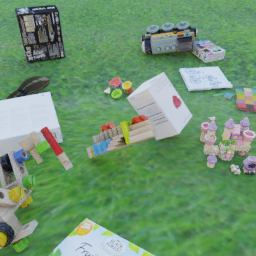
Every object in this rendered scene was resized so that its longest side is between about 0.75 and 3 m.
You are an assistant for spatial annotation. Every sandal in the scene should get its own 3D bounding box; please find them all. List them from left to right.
[{"bbox_3d":[-3.482,-1.193,9.795,0.728,0.486,1.782,32,63,15],"label":"sandal"}]

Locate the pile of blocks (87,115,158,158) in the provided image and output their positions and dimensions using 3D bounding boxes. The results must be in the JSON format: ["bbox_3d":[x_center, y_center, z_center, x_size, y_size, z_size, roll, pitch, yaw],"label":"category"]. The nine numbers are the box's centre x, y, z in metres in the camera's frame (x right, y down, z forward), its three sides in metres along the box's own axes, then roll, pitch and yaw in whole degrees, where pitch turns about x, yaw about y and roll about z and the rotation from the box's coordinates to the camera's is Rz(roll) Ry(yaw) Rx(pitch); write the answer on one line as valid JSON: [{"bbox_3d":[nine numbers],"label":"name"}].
[{"bbox_3d":[-0.352,0.166,6.887,2.338,0.727,0.960,-22,-7,37],"label":"pile of blocks"}]

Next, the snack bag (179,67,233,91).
[{"bbox_3d":[2.989,-1.939,10.892,1.689,0.181,1.593,-5,40,-5],"label":"snack bag"}]

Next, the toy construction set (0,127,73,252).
[{"bbox_3d":[-2.272,1.375,5.960,2.437,1.873,2.033,-35,4,-13],"label":"toy construction set"}]

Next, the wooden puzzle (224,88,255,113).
[{"bbox_3d":[4.466,-0.951,9.712,2.199,0.154,1.304,9,41,11],"label":"wooden puzzle"}]

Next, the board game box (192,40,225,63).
[{"bbox_3d":[3.536,-3.451,12.533,0.964,0.420,1.307,-15,41,-18],"label":"board game box"}]

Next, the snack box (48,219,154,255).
[{"bbox_3d":[-0.482,2.565,4.771,2.070,0.548,1.472,11,36,39],"label":"snack box"}]

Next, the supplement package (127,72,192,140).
[{"bbox_3d":[0.924,-0.596,8.007,0.929,1.552,0.941,-20,22,50],"label":"supplement package"}]

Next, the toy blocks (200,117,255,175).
[{"bbox_3d":[2.705,0.277,7.404,1.350,1.216,1.445,3,40,3],"label":"toy blocks"}]

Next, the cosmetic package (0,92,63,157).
[{"bbox_3d":[-3.423,-0.106,8.286,2.604,0.673,1.964,-13,43,-15],"label":"cosmetic package"}]

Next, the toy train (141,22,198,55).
[{"bbox_3d":[1.827,-3.961,12.541,2.555,1.089,1.456,-3,48,11],"label":"toy train"}]

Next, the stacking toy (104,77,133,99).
[{"bbox_3d":[-0.330,-1.372,10.220,0.922,0.390,0.835,31,75,36],"label":"stacking toy"}]

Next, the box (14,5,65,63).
[{"bbox_3d":[-3.674,-3.970,11.859,1.682,2.054,0.885,-14,42,-16],"label":"box"}]
